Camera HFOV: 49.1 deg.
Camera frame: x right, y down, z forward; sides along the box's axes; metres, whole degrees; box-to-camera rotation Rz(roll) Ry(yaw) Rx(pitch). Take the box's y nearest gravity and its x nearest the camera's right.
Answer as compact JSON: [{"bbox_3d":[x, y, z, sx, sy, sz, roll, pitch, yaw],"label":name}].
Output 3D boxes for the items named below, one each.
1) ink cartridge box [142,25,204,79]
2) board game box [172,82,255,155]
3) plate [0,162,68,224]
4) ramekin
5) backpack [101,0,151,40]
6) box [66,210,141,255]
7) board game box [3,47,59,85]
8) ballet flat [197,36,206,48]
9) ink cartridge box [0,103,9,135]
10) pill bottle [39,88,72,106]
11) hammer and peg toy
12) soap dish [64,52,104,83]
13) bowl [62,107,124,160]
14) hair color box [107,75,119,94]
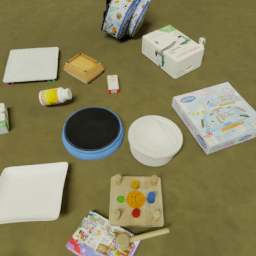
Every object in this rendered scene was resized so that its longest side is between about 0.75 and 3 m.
[{"bbox_3d":[2.225,-3.870,14.065,1.888,1.090,2.584,-30,57,-22],"label":"ink cartridge box"},{"bbox_3d":[3.737,-0.524,11.624,2.837,0.584,2.830,-16,53,-16],"label":"board game box"},{"bbox_3d":[-3.271,2.183,9.329,2.387,0.387,2.392,-6,39,2],"label":"plate"},{"bbox_3d":[0.976,0.539,10.515,2.006,0.934,2.006,3,49,-3],"label":"ramekin"},{"bbox_3d":[-0.183,-6.134,15.044,2.230,2.895,2.758,32,59,6],"label":"backpack"},{"bbox_3d":[-0.730,3.534,8.538,1.898,0.371,1.299,24,55,18],"label":"box"},{"bbox_3d":[-4.732,-3.103,13.945,2.461,0.318,2.461,-5,52,-4],"label":"board game box"},{"bbox_3d":[3.853,-4.383,14.876,0.532,0.532,1.433,11,52,9],"label":"ballet flat"},{"bbox_3d":[-5.480,-0.324,11.551,0.936,0.539,1.283,-13,52,-11],"label":"ink cartridge box"},{"bbox_3d":[-3.098,-1.363,12.020,1.276,0.665,0.665,-8,50,12],"label":"pill bottle"},{"bbox_3d":[0.304,2.655,8.946,1.792,0.859,2.436,0,50,-1],"label":"hammer and peg toy"},{"bbox_3d":[-2.156,-2.951,13.607,1.605,0.652,1.263,31,57,24],"label":"soap dish"},{"bbox_3d":[-1.410,0.130,11.225,2.482,0.487,2.482,0,51,0],"label":"bowl"},{"bbox_3d":[-0.699,-2.043,13.099,0.497,0.300,0.979,-5,52,-3],"label":"hair color box"}]
